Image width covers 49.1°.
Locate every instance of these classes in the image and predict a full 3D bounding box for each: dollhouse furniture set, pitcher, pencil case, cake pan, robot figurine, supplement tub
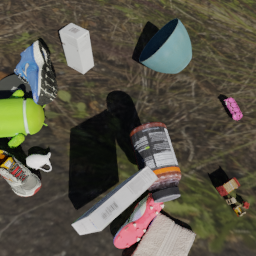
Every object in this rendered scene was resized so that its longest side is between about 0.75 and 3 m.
[{"bbox_3d":[3.572,2.315,9.402,0.616,0.466,1.145,-26,76,-17],"label":"dollhouse furniture set"},{"bbox_3d":[-3.188,1.267,10.086,0.823,0.499,0.706,-9,77,-11],"label":"pitcher"},{"bbox_3d":[4.313,-0.791,11.521,0.451,0.437,0.963,13,45,-35],"label":"pencil case"},{"bbox_3d":[-4.733,-1.445,11.966,2.365,0.434,2.365,0,55,0],"label":"cake pan"},{"bbox_3d":[-4.325,-0.403,10.547,2.465,1.426,2.163,-5,66,-13],"label":"robot figurine"},{"bbox_3d":[0.836,1.007,8.208,1.181,1.181,2.208,-11,67,-7],"label":"supplement tub"}]

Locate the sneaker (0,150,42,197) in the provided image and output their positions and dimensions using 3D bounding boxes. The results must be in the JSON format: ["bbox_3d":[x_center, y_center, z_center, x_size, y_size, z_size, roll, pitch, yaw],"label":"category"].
[{"bbox_3d":[-3.918,1.533,9.583,2.239,0.920,0.871,30,60,18],"label":"sneaker"}]

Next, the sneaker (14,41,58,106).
[{"bbox_3d":[-3.373,-1.863,10.161,1.212,1.068,2.718,-24,59,10],"label":"sneaker"}]

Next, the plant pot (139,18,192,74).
[{"bbox_3d":[1.887,-3.359,12.421,1.604,2.381,2.381,37,55,-20],"label":"plant pot"}]

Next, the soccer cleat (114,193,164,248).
[{"bbox_3d":[0.302,2.906,8.880,2.044,0.782,0.682,-45,106,-14],"label":"soccer cleat"}]

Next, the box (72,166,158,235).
[{"bbox_3d":[-0.460,2.035,7.543,1.906,2.640,0.480,-36,85,-28],"label":"box"}]

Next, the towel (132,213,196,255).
[{"bbox_3d":[0.986,3.722,8.389,1.404,0.365,2.119,27,59,17],"label":"towel"}]

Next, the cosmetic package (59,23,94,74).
[{"bbox_3d":[-2.245,-3.507,12.493,1.092,1.935,0.785,30,58,23],"label":"cosmetic package"}]
